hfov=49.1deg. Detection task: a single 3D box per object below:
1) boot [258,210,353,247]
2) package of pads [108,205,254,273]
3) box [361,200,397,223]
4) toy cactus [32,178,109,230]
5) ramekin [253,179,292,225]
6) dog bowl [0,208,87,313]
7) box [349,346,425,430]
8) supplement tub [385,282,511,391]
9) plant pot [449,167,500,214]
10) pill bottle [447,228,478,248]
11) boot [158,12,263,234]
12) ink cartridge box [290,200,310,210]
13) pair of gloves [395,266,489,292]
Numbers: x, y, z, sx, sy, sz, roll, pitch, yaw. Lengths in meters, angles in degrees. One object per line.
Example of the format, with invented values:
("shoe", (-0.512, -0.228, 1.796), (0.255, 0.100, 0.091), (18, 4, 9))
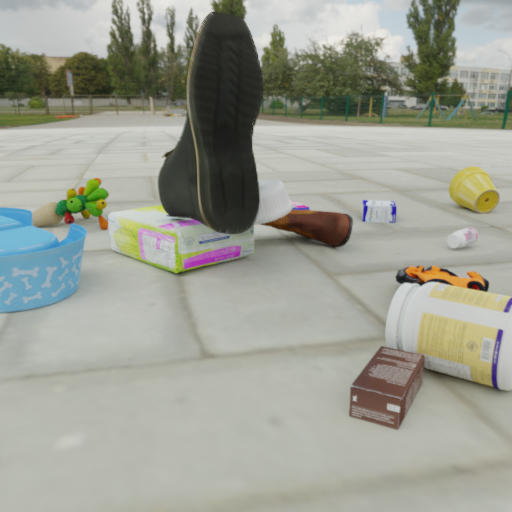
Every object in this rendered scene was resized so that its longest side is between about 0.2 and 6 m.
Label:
("boot", (0.639, -0.727, 10.763), (2.018, 0.691, 1.900), (10, 10, -24))
("package of pads", (-1.456, -0.384, 10.333), (1.802, 0.795, 2.332), (-13, 20, -41))
("box", (2.904, -1.059, 13.282), (0.778, 0.408, 0.716), (2, 16, 9))
("toy cactus", (-4.143, -1.021, 12.600), (1.807, 1.120, 2.190), (-20, 21, -2))
("ramekin", (0.062, -0.966, 9.724), (1.078, 0.502, 1.078), (-12, 22, 5))
("dog bowl", (-4.180, -0.026, 8.905), (3.704, 0.918, 2.065), (15, 23, 41))
("box", (1.308, 1.269, 5.515), (0.490, 0.367, 0.978), (9, 17, 28))
("supplement tub", (2.162, 0.809, 5.991), (1.321, 0.960, 0.960), (11, 20, 35))
("plant pot", (5.591, -1.591, 14.172), (1.057, 1.057, 0.995), (-4, 32, -12))
("pill bottle", (3.969, -0.340, 10.780), (0.572, 0.324, 0.324), (-16, 22, -32))
("boot", (-0.967, -1.953, 8.690), (1.194, 3.083, 2.132), (-1, 7, -34))
("ink cartridge box", (0.840, -1.150, 13.922), (0.670, 0.262, 1.415), (-7, 20, -24))
("pair of gloves", (3.433, 0.432, 7.598), (2.994, 0.370, 2.667), (4, 4, 9))
